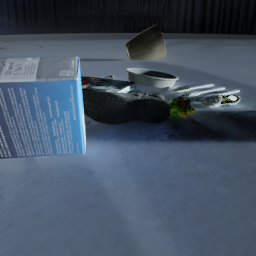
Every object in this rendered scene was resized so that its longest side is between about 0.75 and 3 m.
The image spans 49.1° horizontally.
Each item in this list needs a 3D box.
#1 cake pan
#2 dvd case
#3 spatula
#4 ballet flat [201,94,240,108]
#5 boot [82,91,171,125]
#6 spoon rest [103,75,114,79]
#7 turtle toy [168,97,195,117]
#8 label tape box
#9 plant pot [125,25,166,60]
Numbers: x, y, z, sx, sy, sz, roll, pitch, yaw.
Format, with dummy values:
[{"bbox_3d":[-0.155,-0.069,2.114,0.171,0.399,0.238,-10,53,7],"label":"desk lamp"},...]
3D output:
[{"bbox_3d":[1.035,-2.224,12.410,2.364,0.434,2.364,8,19,-3],"label":"cake pan"},{"bbox_3d":[-1.340,-1.756,11.860,2.837,0.312,2.071,9,24,24],"label":"dvd case"},{"bbox_3d":[3.144,-1.535,11.461,2.653,0.213,1.845,-16,26,-33],"label":"spatula"},{"bbox_3d":[3.237,-0.990,9.684,1.410,0.490,0.490,-3,23,-15],"label":"ballet flat"},{"bbox_3d":[-0.070,-0.758,8.928,2.759,0.934,1.802,6,17,-5],"label":"boot"},{"bbox_3d":[-0.877,-2.414,13.406,0.558,0.341,1.124,-6,24,-14],"label":"spoon rest"},{"bbox_3d":[1.640,-0.711,9.025,0.768,0.533,1.054,19,29,38],"label":"turtle toy"},{"bbox_3d":[-2.425,-0.354,5.909,2.936,2.104,0.971,-2,43,-6],"label":"label tape box"},{"bbox_3d":[1.080,-5.495,18.960,2.384,2.233,2.233,-19,24,-3],"label":"plant pot"}]
